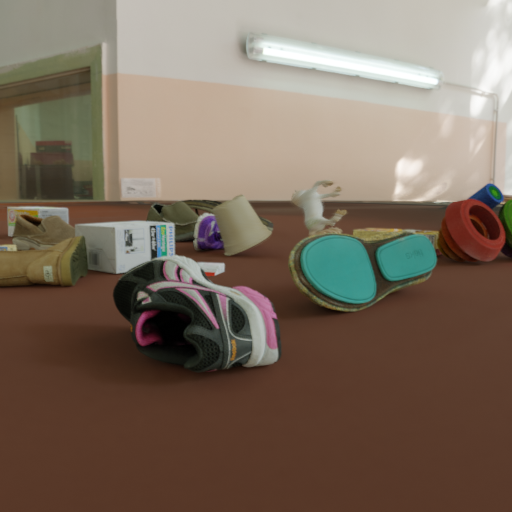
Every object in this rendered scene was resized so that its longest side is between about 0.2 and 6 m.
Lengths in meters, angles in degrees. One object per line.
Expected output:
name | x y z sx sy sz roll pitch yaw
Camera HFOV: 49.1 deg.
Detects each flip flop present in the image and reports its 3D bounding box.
flip flop | -1.056 -1.101 17.243 3.228 0.929 1.309 17 11 11

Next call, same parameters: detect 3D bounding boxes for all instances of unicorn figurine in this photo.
unicorn figurine | 1.223 -1.038 11.439 1.134 1.650 0.609 -24 -42 34

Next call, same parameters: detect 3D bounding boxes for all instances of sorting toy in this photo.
sorting toy | 4.543 -0.460 11.117 2.707 1.627 1.111 4 -30 -28

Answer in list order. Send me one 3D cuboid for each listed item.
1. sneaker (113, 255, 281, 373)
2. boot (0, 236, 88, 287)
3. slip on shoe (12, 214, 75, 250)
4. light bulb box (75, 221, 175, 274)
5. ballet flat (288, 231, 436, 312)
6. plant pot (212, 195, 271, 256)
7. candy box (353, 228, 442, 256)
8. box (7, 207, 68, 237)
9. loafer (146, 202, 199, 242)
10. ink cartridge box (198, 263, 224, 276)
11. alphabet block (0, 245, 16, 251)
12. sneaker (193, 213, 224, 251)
sneaker | -0.784 0.485 4.936 0.899 0.837 2.083 -8 10 -42
boot | -3.742 0.079 8.671 2.016 0.667 1.766 -2 8 -6
slip on shoe | -4.472 -0.492 12.405 2.646 0.802 1.006 6 10 39
light bulb box | -2.344 -0.191 10.071 1.283 0.807 1.294 6 9 42
ballet flat | 1.238 0.214 7.173 2.843 1.005 1.005 -8 11 -43
plant pot | -0.388 -0.688 11.739 1.096 1.004 1.096 -26 10 5
candy box | 3.136 -0.311 12.146 1.821 0.504 1.051 4 7 33
box | -6.120 -0.937 15.668 1.648 0.835 0.927 6 8 38
loafer | -2.182 -0.964 15.202 1.093 1.012 2.906 -7 10 -42
ink cartridge box | -0.904 0.232 9.385 0.559 0.196 0.687 2 4 17
alphabet block | -5.042 -0.075 11.302 0.277 0.275 0.282 4 9 13
sneaker | -0.636 -0.525 12.788 0.876 0.846 2.099 12 12 33
